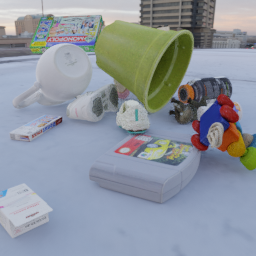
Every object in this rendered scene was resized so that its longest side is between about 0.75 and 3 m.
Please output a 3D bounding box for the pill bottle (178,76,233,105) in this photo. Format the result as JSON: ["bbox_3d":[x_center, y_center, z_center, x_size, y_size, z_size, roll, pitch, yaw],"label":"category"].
[{"bbox_3d":[2.777,-1.327,10.251,1.910,1.015,1.015,-9,21,-25],"label":"pill bottle"}]

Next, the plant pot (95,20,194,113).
[{"bbox_3d":[0.371,-2.307,9.350,2.539,2.761,2.761,31,31,22],"label":"plant pot"}]

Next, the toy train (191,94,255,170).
[{"bbox_3d":[2.019,0.325,5.368,1.358,0.993,2.346,39,25,-3],"label":"toy train"}]

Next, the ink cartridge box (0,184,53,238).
[{"bbox_3d":[-1.540,1.209,4.057,0.557,0.328,0.967,-17,26,-40],"label":"ink cartridge box"}]

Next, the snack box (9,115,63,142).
[{"bbox_3d":[-2.495,-0.035,7.792,0.604,0.204,1.681,6,20,15],"label":"snack box"}]

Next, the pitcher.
[{"bbox_3d":[-2.537,-1.491,9.257,2.413,1.705,2.813,-34,5,-31],"label":"pitcher"}]

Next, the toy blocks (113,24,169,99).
[{"bbox_3d":[0.737,-2.431,11.829,2.469,2.642,2.224,-5,-24,9],"label":"toy blocks"}]

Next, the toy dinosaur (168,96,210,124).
[{"bbox_3d":[1.958,-0.547,8.764,2.056,0.791,1.051,-6,32,-37],"label":"toy dinosaur"}]

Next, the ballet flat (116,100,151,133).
[{"bbox_3d":[0.120,-0.351,7.157,0.813,0.813,2.265,-3,6,-9],"label":"ballet flat"}]

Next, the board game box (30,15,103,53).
[{"bbox_3d":[-2.157,-3.354,9.981,2.345,0.341,1.578,1,59,10],"label":"board game box"}]

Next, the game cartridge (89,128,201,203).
[{"bbox_3d":[0.568,0.592,5.679,1.652,0.507,2.482,13,23,23],"label":"game cartridge"}]

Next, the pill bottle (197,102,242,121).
[{"bbox_3d":[2.673,-0.424,8.235,1.164,0.652,0.652,-4,20,-13],"label":"pill bottle"}]

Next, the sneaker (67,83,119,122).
[{"bbox_3d":[-1.142,-0.873,9.130,1.249,0.979,2.513,-2,14,22],"label":"sneaker"}]

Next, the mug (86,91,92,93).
[{"bbox_3d":[-1.276,-0.963,9.877,0.569,0.583,0.710,-8,21,-24],"label":"mug"}]
